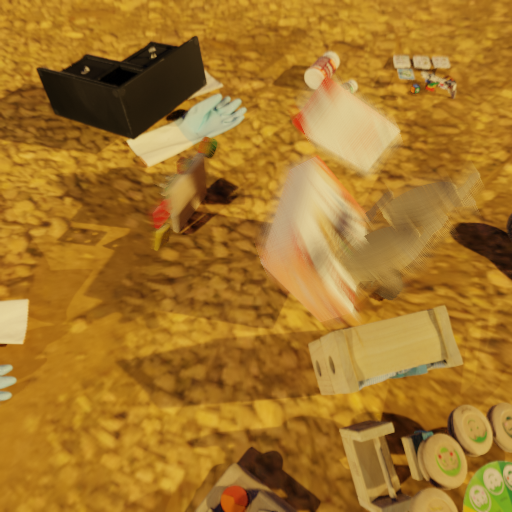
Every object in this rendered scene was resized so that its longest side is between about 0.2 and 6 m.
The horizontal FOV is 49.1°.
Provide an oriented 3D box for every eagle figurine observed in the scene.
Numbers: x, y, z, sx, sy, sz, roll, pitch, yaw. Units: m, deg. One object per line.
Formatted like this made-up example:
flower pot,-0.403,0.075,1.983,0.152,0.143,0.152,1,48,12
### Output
eagle figurine,2.225,0.246,10.023,0.722,0.718,0.952,-7,37,-9

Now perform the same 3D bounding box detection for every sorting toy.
sorting toy,-1.470,-1.202,10.774,0.408,1.162,2.411,21,56,14
sorting toy,0.000,3.859,7.480,1.877,0.251,1.398,32,59,22

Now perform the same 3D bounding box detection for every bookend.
bookend,-2.970,-4.053,12.694,2.599,1.205,2.616,22,52,29

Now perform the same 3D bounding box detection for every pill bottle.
pill bottle,2.120,-3.944,13.403,0.346,0.346,0.612,38,62,25
pill bottle,1.637,-4.565,13.754,0.545,0.545,0.954,25,57,18

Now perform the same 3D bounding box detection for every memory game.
memory game,3.352,3.472,7.010,3.347,0.213,3.347,12,57,-20

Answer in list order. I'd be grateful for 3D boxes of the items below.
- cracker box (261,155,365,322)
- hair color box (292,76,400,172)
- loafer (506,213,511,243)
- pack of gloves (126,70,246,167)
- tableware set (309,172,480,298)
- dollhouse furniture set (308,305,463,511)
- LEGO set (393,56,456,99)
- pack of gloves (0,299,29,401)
cracker box,1.065,-0.329,9.450,0.691,1.604,2.394,-23,35,37
hair color box,1.574,-2.236,9.683,1.721,0.955,0.550,21,26,-39
loafer,5.530,-0.165,10.371,0.675,0.729,1.938,-23,58,-33
pack of gloves,-1.852,-3.482,12.918,2.897,0.572,2.434,-30,59,-21
tableware set,2.235,-0.341,8.474,1.780,0.540,2.693,-8,25,46
dollhouse furniture set,1.990,2.184,8.172,1.687,1.677,2.394,-12,78,-10
LEGO set,4.144,-4.406,13.851,1.379,0.453,1.846,3,42,4
pack of gloves,-4.901,1.527,8.880,2.224,0.439,1.868,0,66,-7
